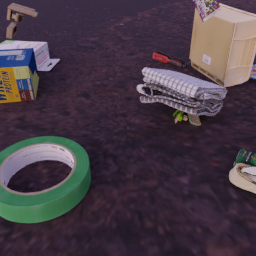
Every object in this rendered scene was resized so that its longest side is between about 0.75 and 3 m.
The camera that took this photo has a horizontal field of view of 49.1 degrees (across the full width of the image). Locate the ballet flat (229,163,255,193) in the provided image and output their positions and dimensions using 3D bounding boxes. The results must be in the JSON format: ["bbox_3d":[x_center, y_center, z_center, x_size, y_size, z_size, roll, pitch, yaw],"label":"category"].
[{"bbox_3d":[3.348,1.333,6.334,2.071,0.719,0.719,19,39,25],"label":"ballet flat"}]

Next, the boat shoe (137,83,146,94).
[{"bbox_3d":[0.726,-1.506,10.584,0.433,0.499,1.172,-17,38,-23],"label":"boat shoe"}]

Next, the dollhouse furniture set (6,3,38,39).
[{"bbox_3d":[-3.119,-3.099,8.322,0.757,0.929,0.883,11,31,-16],"label":"dollhouse furniture set"}]

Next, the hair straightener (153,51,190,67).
[{"bbox_3d":[2.127,-3.292,13.259,1.903,0.389,0.732,24,41,30],"label":"hair straightener"}]

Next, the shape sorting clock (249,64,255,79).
[{"bbox_3d":[5.798,-2.411,12.018,1.827,0.358,1.827,0,35,0],"label":"shape sorting clock"}]

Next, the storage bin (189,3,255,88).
[{"bbox_3d":[3.814,-3.391,11.424,1.235,2.616,2.635,-14,37,-17],"label":"storage bin"}]

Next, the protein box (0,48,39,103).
[{"bbox_3d":[-4.558,-2.007,10.546,2.006,1.353,1.991,-6,35,-9],"label":"protein box"}]

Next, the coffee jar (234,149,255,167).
[{"bbox_3d":[3.304,0.967,7.023,1.142,0.487,0.595,22,40,27],"label":"coffee jar"}]

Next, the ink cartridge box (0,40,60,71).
[{"bbox_3d":[-4.671,-3.357,12.904,2.646,0.891,1.550,5,35,7],"label":"ink cartridge box"}]

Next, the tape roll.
[{"bbox_3d":[-2.117,1.118,6.731,2.404,0.578,2.404,0,35,0],"label":"tape roll"}]

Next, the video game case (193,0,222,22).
[{"bbox_3d":[2.525,-3.903,8.911,0.691,0.762,0.136,-34,25,2],"label":"video game case"}]

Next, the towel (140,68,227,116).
[{"bbox_3d":[1.804,-1.098,9.077,2.097,1.084,2.533,26,21,31],"label":"towel"}]

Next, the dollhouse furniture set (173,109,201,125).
[{"bbox_3d":[1.914,-0.276,9.102,0.779,0.391,0.510,16,47,-16],"label":"dollhouse furniture set"}]
